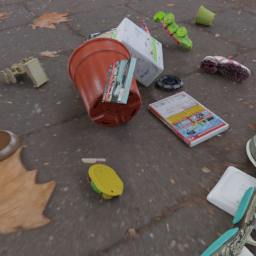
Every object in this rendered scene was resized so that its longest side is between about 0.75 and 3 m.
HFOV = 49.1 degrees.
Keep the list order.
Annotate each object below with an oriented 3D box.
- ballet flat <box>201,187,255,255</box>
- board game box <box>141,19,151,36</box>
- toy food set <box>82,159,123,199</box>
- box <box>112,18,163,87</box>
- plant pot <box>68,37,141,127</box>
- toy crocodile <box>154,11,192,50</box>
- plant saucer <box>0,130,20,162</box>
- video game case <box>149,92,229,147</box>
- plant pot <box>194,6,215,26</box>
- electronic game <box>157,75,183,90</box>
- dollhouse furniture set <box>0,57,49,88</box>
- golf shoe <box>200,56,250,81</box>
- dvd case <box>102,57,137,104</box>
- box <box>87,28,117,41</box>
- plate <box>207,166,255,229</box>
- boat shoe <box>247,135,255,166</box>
[{"bbox_3d":[2.890,2.666,6.976,1.035,0.932,2.749,41,63,15],"label":"ballet flat"},{"bbox_3d":[0.937,-4.803,15.064,0.229,1.214,2.358,-4,42,-4],"label":"board game box"},{"bbox_3d":[-0.801,1.614,8.569,0.923,0.513,1.569,-1,38,-39],"label":"toy food set"},{"bbox_3d":[0.394,-3.538,12.858,2.250,1.233,2.549,29,38,-22],"label":"box"},{"bbox_3d":[-0.769,-1.606,10.726,2.647,2.647,2.574,-11,51,-12],"label":"plant pot"},{"bbox_3d":[2.534,-5.376,15.447,0.861,0.941,2.789,-40,82,9],"label":"toy crocodile"},{"bbox_3d":[-4.659,0.566,9.817,1.604,0.293,1.604,0,41,0],"label":"plant saucer"},{"bbox_3d":[2.305,-0.451,10.977,1.872,0.228,2.619,-22,46,-23],"label":"video game case"},{"bbox_3d":[4.910,-7.003,17.723,1.031,1.121,1.121,26,47,11],"label":"plant pot"},{"bbox_3d":[1.906,-2.073,12.752,1.214,0.253,1.214,0,37,0],"label":"electronic game"},{"bbox_3d":[-4.674,-2.487,12.946,1.657,1.100,1.452,2,37,36],"label":"dollhouse furniture set"},{"bbox_3d":[4.689,-2.962,13.298,2.339,0.849,1.077,26,48,26],"label":"golf shoe"},{"bbox_3d":[-0.308,-1.379,8.397,0.194,1.288,1.765,13,0,-22],"label":"dvd case"},{"bbox_3d":[-1.072,-4.640,14.944,2.300,0.556,1.821,-10,39,13],"label":"box"},{"bbox_3d":[3.461,1.953,8.291,1.674,0.271,1.678,29,50,28],"label":"plate"},{"bbox_3d":[4.542,1.093,8.556,1.075,0.899,3.007,9,35,-5],"label":"boat shoe"}]
